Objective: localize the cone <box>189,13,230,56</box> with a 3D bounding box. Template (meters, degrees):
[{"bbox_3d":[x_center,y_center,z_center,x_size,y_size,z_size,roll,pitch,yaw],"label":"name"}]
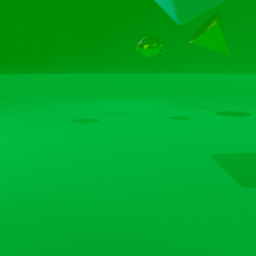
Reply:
[{"bbox_3d":[3.004,-2.903,9.455,1.306,1.301,1.301,43,5,-12],"label":"cone"}]

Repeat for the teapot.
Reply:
[{"bbox_3d":[0.663,-2.494,8.750,1.115,0.546,0.693,12,52,23],"label":"teapot"}]

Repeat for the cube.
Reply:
[{"bbox_3d":[0.804,-2.350,3.524,1.245,1.245,1.245,-28,47,5],"label":"cube"}]
